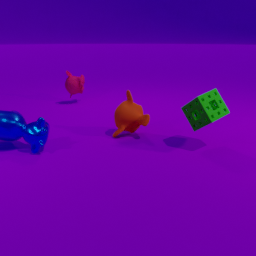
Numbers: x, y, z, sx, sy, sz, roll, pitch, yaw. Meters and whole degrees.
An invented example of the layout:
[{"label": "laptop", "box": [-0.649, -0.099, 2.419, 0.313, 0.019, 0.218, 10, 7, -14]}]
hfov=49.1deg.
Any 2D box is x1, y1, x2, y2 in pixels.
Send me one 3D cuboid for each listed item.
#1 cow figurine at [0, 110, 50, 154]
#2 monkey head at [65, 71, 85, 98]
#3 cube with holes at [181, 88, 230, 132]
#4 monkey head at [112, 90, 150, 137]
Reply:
[{"label": "cow figurine", "box": [-2.835, 0.012, 6.928, 1.683, 0.924, 1.656, 10, 6, -42]}, {"label": "monkey head", "box": [-2.219, -1.881, 11.733, 0.784, 1.301, 0.936, 2, 42, 2]}, {"label": "cube with holes", "box": [1.946, -0.448, 7.081, 0.705, 0.705, 0.705, -24, -7, -29]}, {"label": "monkey head", "box": [0.086, -0.321, 7.885, 0.846, 1.404, 1.010, 19, -4, -26]}]
